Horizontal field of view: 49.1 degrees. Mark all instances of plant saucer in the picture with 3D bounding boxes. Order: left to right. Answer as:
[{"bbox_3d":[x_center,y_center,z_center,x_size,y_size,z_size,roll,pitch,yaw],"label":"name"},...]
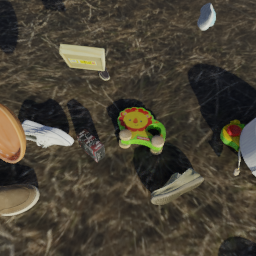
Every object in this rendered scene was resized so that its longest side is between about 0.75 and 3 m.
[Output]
[{"bbox_3d":[-3.041,0.059,6.784,1.667,1.667,0.312,29,39,18],"label":"plant saucer"}]

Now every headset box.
[{"bbox_3d":[-1.264,0.664,9.936,1.097,0.816,0.424,40,65,22],"label":"headset box"}]

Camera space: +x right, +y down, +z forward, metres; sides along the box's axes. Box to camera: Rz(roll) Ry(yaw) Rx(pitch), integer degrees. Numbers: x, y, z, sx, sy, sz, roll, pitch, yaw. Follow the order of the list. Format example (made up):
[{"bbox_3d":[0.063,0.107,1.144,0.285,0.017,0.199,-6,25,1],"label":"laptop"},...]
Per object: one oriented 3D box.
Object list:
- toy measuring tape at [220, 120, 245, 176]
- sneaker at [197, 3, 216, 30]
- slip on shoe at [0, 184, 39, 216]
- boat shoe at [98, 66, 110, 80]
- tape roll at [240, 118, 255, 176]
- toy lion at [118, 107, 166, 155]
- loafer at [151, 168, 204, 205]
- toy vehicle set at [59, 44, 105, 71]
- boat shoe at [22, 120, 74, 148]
[{"bbox_3d":[3.662,0.595,9.994,0.831,0.831,2.259,15,58,9],"label":"toy measuring tape"},{"bbox_3d":[2.267,-3.009,7.807,0.443,0.491,1.197,-17,39,41],"label":"sneaker"},{"bbox_3d":[-4.206,2.238,8.921,2.579,0.781,0.981,-3,57,-2],"label":"slip on shoe"},{"bbox_3d":[-1.114,-2.563,12.315,0.398,0.358,1.105,-17,58,-11],"label":"boat shoe"},{"bbox_3d":[5.200,0.685,9.459,2.676,0.936,2.676,7,61,-14],"label":"tape roll"},{"bbox_3d":[0.499,-0.023,10.583,1.901,0.653,1.822,12,50,7],"label":"toy lion"},{"bbox_3d":[1.536,1.900,9.223,1.969,0.745,0.672,-18,57,-22],"label":"loafer"},{"bbox_3d":[-1.213,-1.940,7.870,1.103,1.775,0.235,6,90,-4],"label":"toy vehicle set"},{"bbox_3d":[-3.031,0.369,10.230,2.196,0.808,0.718,14,61,21],"label":"boat shoe"}]
